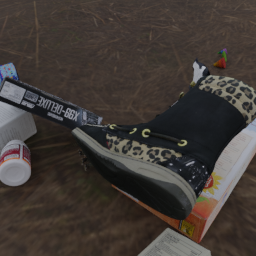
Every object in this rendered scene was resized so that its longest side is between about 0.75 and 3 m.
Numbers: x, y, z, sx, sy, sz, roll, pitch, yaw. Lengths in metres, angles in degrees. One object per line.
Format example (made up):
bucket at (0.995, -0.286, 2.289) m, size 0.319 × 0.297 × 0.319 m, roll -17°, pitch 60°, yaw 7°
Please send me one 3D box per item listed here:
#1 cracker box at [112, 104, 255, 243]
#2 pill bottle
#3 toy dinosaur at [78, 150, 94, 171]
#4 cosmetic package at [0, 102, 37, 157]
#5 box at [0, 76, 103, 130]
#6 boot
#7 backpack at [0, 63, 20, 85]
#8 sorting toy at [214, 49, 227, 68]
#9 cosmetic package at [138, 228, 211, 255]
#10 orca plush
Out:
cracker box at (1.329, 0.533, 5.768) m, size 1.976 × 0.851 × 2.950 m, roll 28°, pitch 48°, yaw 29°
pill bottle at (-2.285, 0.661, 5.695) m, size 0.584 × 0.584 × 1.034 m, roll -13°, pitch 27°, yaw -14°
toy dinosaur at (-0.621, 0.554, 5.781) m, size 0.693 × 0.522 × 1.355 m, roll -7°, pitch -1°, yaw -20°
cosmetic package at (-3.264, 0.192, 6.243) m, size 1.087 × 0.792 × 2.138 m, roll 27°, pitch 50°, yaw 28°
box at (-1.591, -0.431, 5.988) m, size 1.969 × 0.490 × 1.553 m, roll 23°, pitch 0°, yaw -13°
boot at (0.457, 0.037, 4.380) m, size 2.035 × 0.973 × 2.695 m, roll -43°, pitch 34°, yaw -20°
backpack at (-3.624, -1.408, 8.105) m, size 0.865 × 0.582 × 0.790 m, roll -18°, pitch 59°, yaw -13°
sorting toy at (3.132, -2.363, 9.525) m, size 0.365 × 0.367 × 1.060 m, roll -7°, pitch 38°, yaw 30°
cosmetic package at (0.331, 2.043, 3.523) m, size 1.494 × 0.546 × 0.773 m, roll -29°, pitch 25°, yaw -31°
orca plush at (1.960, -1.255, 7.306) m, size 0.496 × 0.734 × 1.396 m, roll 22°, pitch 28°, yaw -15°
